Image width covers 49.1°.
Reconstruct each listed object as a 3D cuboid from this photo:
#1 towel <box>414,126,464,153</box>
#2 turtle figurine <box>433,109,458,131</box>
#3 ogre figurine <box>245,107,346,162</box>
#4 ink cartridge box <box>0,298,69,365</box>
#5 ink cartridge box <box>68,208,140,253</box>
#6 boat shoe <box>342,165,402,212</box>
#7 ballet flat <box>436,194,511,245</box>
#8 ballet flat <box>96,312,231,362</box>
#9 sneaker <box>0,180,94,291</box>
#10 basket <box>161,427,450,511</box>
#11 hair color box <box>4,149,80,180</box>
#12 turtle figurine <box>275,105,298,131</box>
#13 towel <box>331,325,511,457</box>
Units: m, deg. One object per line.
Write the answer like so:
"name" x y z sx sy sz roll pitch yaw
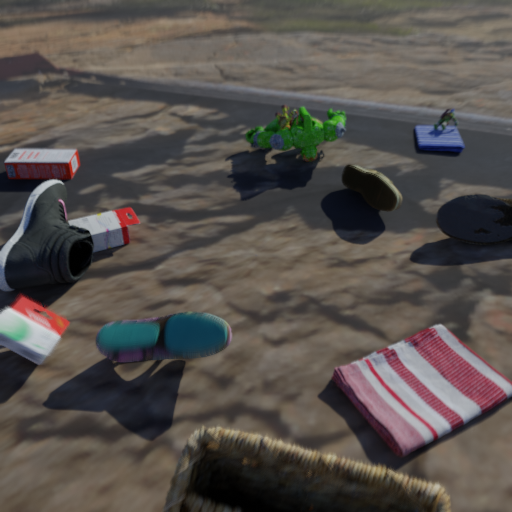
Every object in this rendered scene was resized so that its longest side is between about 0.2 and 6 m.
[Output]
"towel" 4.891 -3.149 15.043 1.145 0.189 1.581 4 33 8
"turtle figurine" 5.233 -3.603 15.414 0.532 0.740 0.717 42 60 19
"ogre figurine" 1.119 -3.102 14.027 2.579 1.265 1.546 6 22 -12
"ink cartridge box" -3.354 1.035 8.394 0.859 0.267 1.068 31 30 -8
"ink cartridge box" -2.954 -0.496 10.978 1.263 0.425 0.734 -16 38 -21
"boat shoe" 2.617 -1.515 12.164 0.626 0.698 1.885 -1 31 -28
"ballet flat" 5.039 -0.768 11.175 3.060 1.031 0.709 -6 -6 -4
"ballet flat" -1.301 1.247 8.188 2.027 0.721 0.701 -5 59 9
"sneaker" -3.606 -0.420 10.428 1.414 1.008 2.850 1 41 2
"basket" 0.272 2.914 4.881 2.467 1.838 1.761 12 37 15
"hair color box" -5.089 -2.193 13.374 1.511 0.463 0.767 1 35 0
"turtle figurine" 0.674 -3.306 13.901 0.332 1.030 0.831 9 44 -24
"towel" 2.359 1.783 7.892 2.157 0.245 1.554 -18 39 -24
